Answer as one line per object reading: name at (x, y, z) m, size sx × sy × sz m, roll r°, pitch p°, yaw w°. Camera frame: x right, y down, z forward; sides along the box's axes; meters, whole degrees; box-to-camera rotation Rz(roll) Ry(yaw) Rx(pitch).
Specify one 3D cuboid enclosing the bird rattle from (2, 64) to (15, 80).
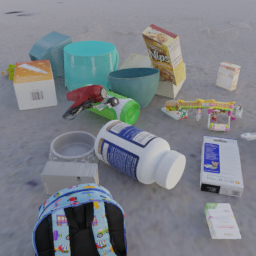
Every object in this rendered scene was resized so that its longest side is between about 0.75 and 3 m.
bird rattle at (-5.798, -3.014, 14.417) m, size 1.176 × 0.813 × 1.442 m, roll -6°, pitch 26°, yaw 22°

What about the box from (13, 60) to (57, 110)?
box at (-4.039, -1.957, 12.232) m, size 1.551 × 1.216 × 2.494 m, roll -10°, pitch 34°, yaw -15°

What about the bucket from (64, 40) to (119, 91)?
bucket at (-1.725, -2.926, 13.223) m, size 2.783 × 1.811 × 2.783 m, roll 1°, pitch 33°, yaw 0°

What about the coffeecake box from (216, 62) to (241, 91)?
coffeecake box at (4.657, -2.422, 13.062) m, size 0.407 × 1.113 × 0.855 m, roll -22°, pitch 39°, yaw -30°

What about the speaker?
speaker at (-0.771, -0.908, 10.674) m, size 2.449 × 1.083 × 1.083 m, roll 24°, pitch 40°, yaw 32°

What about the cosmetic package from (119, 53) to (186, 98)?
cosmetic package at (1.102, -2.440, 12.860) m, size 2.760 × 1.009 × 1.429 m, roll 16°, pitch 57°, yaw 26°

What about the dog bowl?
dog bowl at (-1.673, 0.672, 8.811) m, size 1.651 × 0.484 × 1.651 m, roll 0°, pitch 32°, yaw 0°

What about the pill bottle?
pill bottle at (0.335, 0.748, 7.894) m, size 2.392 × 1.327 × 1.327 m, roll 24°, pitch 40°, yaw 32°

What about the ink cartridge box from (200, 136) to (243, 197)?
ink cartridge box at (2.736, 1.034, 8.313) m, size 1.079 × 0.422 × 2.278 m, roll 7°, pitch 36°, yaw 12°

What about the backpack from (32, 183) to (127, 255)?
backpack at (-0.958, 1.899, 5.458) m, size 1.828 × 2.002 × 1.347 m, roll -10°, pitch 34°, yaw -13°

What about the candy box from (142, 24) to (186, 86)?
candy box at (1.431, -2.761, 10.805) m, size 0.629 × 2.275 × 1.313 m, roll -46°, pitch 57°, yaw -9°

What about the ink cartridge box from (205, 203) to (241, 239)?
ink cartridge box at (2.179, 2.231, 6.494) m, size 0.580 × 0.333 × 0.990 m, roll 1°, pitch 33°, yaw 1°

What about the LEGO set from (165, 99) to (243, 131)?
LEGO set at (2.766, -0.463, 10.378) m, size 2.857 × 1.063 × 1.314 m, roll 4°, pitch -1°, yaw 9°

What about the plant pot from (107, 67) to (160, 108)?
plant pot at (0.261, -1.563, 11.303) m, size 2.067 × 1.392 × 2.067 m, roll -4°, pitch 23°, yaw 2°

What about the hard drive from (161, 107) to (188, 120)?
hard drive at (1.855, -0.637, 11.187) m, size 0.610 × 0.121 × 0.925 m, roll -19°, pitch 37°, yaw -27°

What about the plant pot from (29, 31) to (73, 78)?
plant pot at (-3.909, -3.615, 14.399) m, size 1.900 × 1.865 × 1.860 m, roll -35°, pitch 46°, yaw -27°

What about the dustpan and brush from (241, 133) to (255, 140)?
dustpan and brush at (4.660, 0.335, 9.163) m, size 2.297 × 0.657 × 1.603 m, roll -8°, pitch 33°, yaw -12°

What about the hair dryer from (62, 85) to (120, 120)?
hair dryer at (-1.556, -1.001, 9.569) m, size 1.867 × 0.666 × 2.452 m, roll -17°, pitch 20°, yaw -22°

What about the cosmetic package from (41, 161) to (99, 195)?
cosmetic package at (-1.513, 1.363, 7.476) m, size 1.417 × 0.757 × 0.639 m, roll -1°, pitch 32°, yaw 2°
